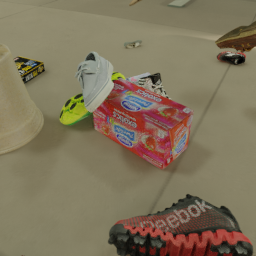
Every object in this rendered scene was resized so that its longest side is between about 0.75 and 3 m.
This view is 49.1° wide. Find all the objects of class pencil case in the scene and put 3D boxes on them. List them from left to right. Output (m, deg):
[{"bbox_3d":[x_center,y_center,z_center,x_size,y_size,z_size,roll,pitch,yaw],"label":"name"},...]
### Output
[{"bbox_3d":[0.433,-1.952,11.495,1.089,0.453,0.494,-17,36,-21],"label":"pencil case"}]

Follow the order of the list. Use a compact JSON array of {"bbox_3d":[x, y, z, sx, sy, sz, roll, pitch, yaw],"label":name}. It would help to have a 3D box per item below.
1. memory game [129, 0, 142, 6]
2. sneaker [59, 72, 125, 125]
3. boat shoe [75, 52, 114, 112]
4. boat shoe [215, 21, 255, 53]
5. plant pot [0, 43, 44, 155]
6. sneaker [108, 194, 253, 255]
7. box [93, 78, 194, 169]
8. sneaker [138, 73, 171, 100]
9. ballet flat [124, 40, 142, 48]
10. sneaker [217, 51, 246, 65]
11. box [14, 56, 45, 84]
[{"bbox_3d":[0.735,-4.329,8.851,1.663,0.106,1.663,-28,24,14],"label":"memory game"},{"bbox_3d":[-1.102,-0.833,9.695,2.677,1.119,0.992,-35,51,-11],"label":"sneaker"},{"bbox_3d":[-1.034,-1.405,7.838,0.984,0.964,2.763,38,24,-22],"label":"boat shoe"},{"bbox_3d":[3.307,-2.521,8.102,0.773,0.725,2.147,-34,15,-11],"label":"boat shoe"},{"bbox_3d":[-4.326,-1.058,8.612,2.887,2.643,2.887,0,39,0],"label":"plant pot"},{"bbox_3d":[1.039,2.115,5.945,2.875,1.016,1.405,2,39,0],"label":"sneaker"},{"bbox_3d":[0.354,-0.229,8.529,2.898,1.445,1.383,29,47,31],"label":"box"},{"bbox_3d":[1.047,-1.058,9.636,0.890,1.357,2.358,-25,45,-28],"label":"sneaker"},{"bbox_3d":[0.291,-4.369,14.695,1.006,0.339,0.320,-10,67,-11],"label":"ballet flat"},{"bbox_3d":[4.865,-3.262,13.103,1.349,0.477,0.659,6,37,5],"label":"sneaker"},{"bbox_3d":[-4.792,-2.431,12.093,1.509,0.466,1.890,19,42,20],"label":"box"}]
